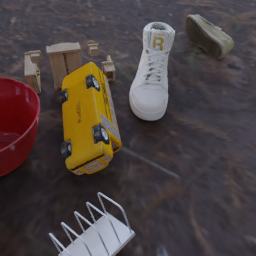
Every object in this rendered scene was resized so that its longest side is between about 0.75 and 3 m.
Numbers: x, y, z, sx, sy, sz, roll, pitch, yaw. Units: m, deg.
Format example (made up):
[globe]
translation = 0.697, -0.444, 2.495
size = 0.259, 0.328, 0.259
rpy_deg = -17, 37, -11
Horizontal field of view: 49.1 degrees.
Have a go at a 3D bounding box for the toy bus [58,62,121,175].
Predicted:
[toy bus]
translation = -0.869, -0.261, 6.413
size = 0.928, 1.116, 2.850
rpy_deg = -26, 50, 15

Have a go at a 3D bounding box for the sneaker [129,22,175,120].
[sneaker]
translation = 0.657, -1.750, 7.657
size = 1.103, 1.731, 2.995
rpy_deg = 5, 47, 2

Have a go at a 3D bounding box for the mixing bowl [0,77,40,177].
[mixing bowl]
translation = -3.018, 0.164, 6.041
size = 2.497, 1.352, 2.497
rpy_deg = 0, 46, 0

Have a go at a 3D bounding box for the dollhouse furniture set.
[dollhouse furniture set]
translation = -1.716, -1.991, 8.195
size = 2.522, 1.307, 1.116
rpy_deg = -10, 48, -10

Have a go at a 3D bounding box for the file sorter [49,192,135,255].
[file sorter]
translation = -0.624, 1.791, 4.750
size = 1.150, 0.716, 0.798
rpy_deg = -36, 34, -29

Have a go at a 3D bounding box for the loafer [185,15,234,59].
[loafer]
translation = 2.806, -3.218, 9.769
size = 0.760, 0.843, 2.227
rpy_deg = -20, 58, -20
